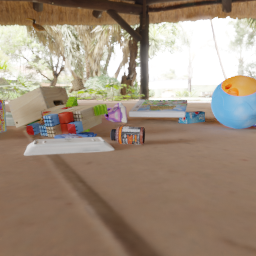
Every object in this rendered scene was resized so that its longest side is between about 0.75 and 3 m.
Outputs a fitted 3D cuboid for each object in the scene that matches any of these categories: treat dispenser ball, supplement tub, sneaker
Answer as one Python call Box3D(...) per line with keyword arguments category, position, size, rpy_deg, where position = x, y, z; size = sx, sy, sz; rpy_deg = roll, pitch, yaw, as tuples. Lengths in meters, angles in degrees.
Box3D(category="treat dispenser ball", position=(4.514, -1.062, 11.413), size=(2.186, 2.186, 2.186), rpy_deg=(0, 7, 0))
Box3D(category="supplement tub", position=(-0.005, 0.212, 7.986), size=(0.944, 0.505, 0.505), rpy_deg=(1, 7, 11))
Box3D(category="sneaker", position=(-0.703, -0.768, 14.370), size=(1.049, 0.954, 2.372), rpy_deg=(-9, 9, -7))

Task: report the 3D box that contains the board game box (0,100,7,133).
Box3D(category="board game box", position=(-5.343, -0.335, 9.437), size=(1.237, 1.215, 2.359), rpy_deg=(1, 7, 9))

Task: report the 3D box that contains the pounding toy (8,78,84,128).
Box3D(category="pounding toy", position=(-3.031, -1.038, 12.087), size=(2.875, 1.316, 2.526), rpy_deg=(-20, -1, 22))

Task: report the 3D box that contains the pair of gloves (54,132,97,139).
Box3D(category="pair of gloves", position=(-1.662, 0.266, 9.002), size=(1.038, 0.147, 1.291), rpy_deg=(6, 9, 32))

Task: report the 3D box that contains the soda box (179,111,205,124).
Box3D(category="soda box", position=(3.156, -0.537, 13.770), size=(1.565, 0.531, 0.502), rpy_deg=(-6, 10, -44))

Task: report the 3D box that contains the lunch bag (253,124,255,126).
Box3D(category="lunch bag", position=(5.818, -0.402, 12.368), size=(0.821, 0.618, 0.386), rpy_deg=(-3, 7, -24))

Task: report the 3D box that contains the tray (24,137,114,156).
Box3D(category="tray", position=(-1.519, 0.433, 7.282), size=(2.166, 0.240, 1.163), rpy_deg=(-2, 6, -15))

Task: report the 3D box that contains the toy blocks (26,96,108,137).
Box3D(category="toy blocks", position=(-2.269, -0.267, 9.698), size=(2.656, 1.327, 1.815), rpy_deg=(2, 18, 33))

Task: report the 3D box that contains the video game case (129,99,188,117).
Box3D(category="video game case", position=(1.559, -1.006, 13.723), size=(2.584, 0.285, 2.352), rpy_deg=(2, 20, 14))

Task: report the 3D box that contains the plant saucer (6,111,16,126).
Box3D(category="plant saucer", position=(-5.164, -0.501, 13.399), size=(2.278, 0.572, 2.278), rpy_deg=(0, 7, 0))
